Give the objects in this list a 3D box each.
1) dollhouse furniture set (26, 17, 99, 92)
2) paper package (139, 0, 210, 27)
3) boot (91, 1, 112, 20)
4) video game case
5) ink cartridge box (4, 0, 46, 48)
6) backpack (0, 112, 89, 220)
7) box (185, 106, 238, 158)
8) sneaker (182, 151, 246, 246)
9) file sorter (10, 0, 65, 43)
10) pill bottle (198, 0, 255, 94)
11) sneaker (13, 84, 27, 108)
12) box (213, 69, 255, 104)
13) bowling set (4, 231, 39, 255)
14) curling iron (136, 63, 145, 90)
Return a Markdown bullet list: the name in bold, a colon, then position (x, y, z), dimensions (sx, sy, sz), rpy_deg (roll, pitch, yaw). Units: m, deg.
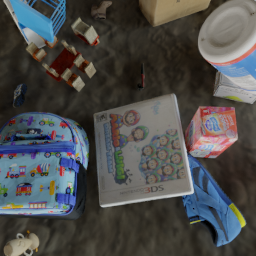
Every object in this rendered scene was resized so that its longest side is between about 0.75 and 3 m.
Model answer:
- **dollhouse furniture set**: position (-1.861, -2.458, 9.231), dimensions (2.063, 1.063, 2.040), rpy_deg (37, 85, 13)
- **paper package**: position (1.721, -4.970, 9.207), dimensions (2.452, 2.572, 1.331), rpy_deg (-22, 71, -9)
- **boot**: position (-0.926, -4.241, 10.164), dimensions (0.864, 0.303, 0.632), rpy_deg (-16, 76, -5)
- **video game case**: position (0.301, 0.600, 7.795), dimensions (2.537, 0.330, 2.787), rpy_deg (-13, 67, 17)
- **ink cartridge box**: position (-3.418, -3.574, 9.430), dimensions (0.644, 1.114, 1.527), rpy_deg (-29, 72, -10)
- **backpack**: position (-2.325, 0.818, 7.303), dimensions (2.647, 1.950, 2.899), rpy_deg (3, 68, 2)
- **box**: position (2.170, 0.170, 7.606), dimensions (0.926, 1.805, 0.854), rpy_deg (2, 69, 1)
- **sneaker**: position (1.806, 1.765, 7.453), dimensions (1.098, 0.923, 2.800), rpy_deg (-33, 73, -14)
- **file sorter**: position (-2.441, -3.382, 7.959), dimensions (1.160, 1.671, 1.025), rpy_deg (32, 83, -11)
- **pill bottle**: position (3.150, -1.796, 7.022), dimensions (2.801, 1.572, 1.572), rpy_deg (21, 62, -40)
- **sneaker**: position (-3.473, -1.019, 8.925), dimensions (0.315, 0.309, 0.817), rpy_deg (3, 69, 30)
- **box**: position (3.594, -2.021, 9.062), dimensions (1.317, 0.679, 2.259), rpy_deg (12, 69, 4)
- **bowling set**: position (-2.401, 3.888, 6.654), dimensions (1.706, 1.316, 2.452), rpy_deg (-38, 74, 6)
- **curling iron**: position (0.434, -1.703, 9.232), dimensions (0.267, 0.137, 1.076), rpy_deg (7, 69, 3)
